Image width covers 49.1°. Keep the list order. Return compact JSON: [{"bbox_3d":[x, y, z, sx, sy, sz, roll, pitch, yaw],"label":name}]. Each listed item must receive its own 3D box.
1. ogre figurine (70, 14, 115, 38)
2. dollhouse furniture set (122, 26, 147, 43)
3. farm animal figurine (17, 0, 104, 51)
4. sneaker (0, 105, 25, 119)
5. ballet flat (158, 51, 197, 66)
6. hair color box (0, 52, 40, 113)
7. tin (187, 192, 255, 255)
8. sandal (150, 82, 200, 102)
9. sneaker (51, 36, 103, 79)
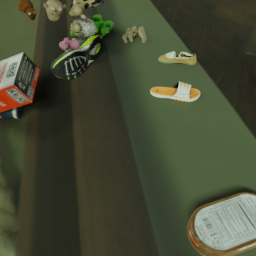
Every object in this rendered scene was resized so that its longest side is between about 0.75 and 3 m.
[{"bbox_3d":[-1.520,-4.528,12.774,2.101,1.031,1.260,-15,21,40],"label":"ogre figurine"},{"bbox_3d":[0.327,-4.254,13.010,0.934,0.621,0.819,-4,43,27],"label":"dollhouse furniture set"},{"bbox_3d":[-1.965,-3.763,8.780,2.162,2.678,1.346,-57,41,2],"label":"farm animal figurine"},{"bbox_3d":[-4.111,-1.234,9.932,0.919,0.786,2.240,-1,46,-4],"label":"sneaker"},{"bbox_3d":[2.075,-2.983,11.731,1.603,0.505,0.550,6,48,6],"label":"ballet flat"},{"bbox_3d":[-4.419,-1.227,9.050,2.948,0.903,1.496,-14,52,19],"label":"hair color box"},{"bbox_3d":[2.581,2.355,6.880,2.281,0.478,1.277,-14,53,-13],"label":"tin"},{"bbox_3d":[1.740,-1.388,10.242,1.838,0.527,0.704,4,47,4],"label":"sandal"},{"bbox_3d":[-2.205,-2.938,11.449,1.206,1.100,2.978,16,42,23],"label":"sneaker"}]
